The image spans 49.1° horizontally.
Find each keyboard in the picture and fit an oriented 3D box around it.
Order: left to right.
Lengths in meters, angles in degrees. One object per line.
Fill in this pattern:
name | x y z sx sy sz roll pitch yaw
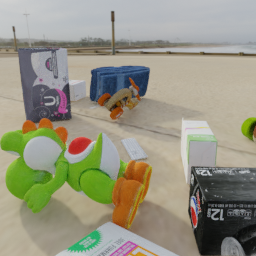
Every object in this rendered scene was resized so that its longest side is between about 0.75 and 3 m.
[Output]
keyboard | 0.139 0.536 7.482 0.403 0.076 1.432 -4 18 -12

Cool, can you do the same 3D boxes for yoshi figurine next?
yoshi figurine | -1.062 0.915 4.983 2.722 1.530 1.524 19 63 12

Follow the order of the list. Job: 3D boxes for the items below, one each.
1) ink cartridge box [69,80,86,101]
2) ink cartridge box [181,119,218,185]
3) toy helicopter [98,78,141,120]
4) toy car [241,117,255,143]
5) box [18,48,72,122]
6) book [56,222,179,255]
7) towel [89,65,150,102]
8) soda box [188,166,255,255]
ink cartridge box | -3.225 -1.895 13.795 1.979 0.834 1.445 4 18 13
ink cartridge box | 1.530 0.433 6.258 0.575 1.000 1.708 1 19 6
toy helicopter | -0.046 -1.092 10.630 0.883 1.480 2.237 48 14 14
toy car | 4.297 -0.602 7.314 1.838 2.330 1.914 -5 18 -15
box | -2.967 -1.592 10.112 1.651 2.499 1.433 -6 19 -18
book | 0.043 1.760 3.293 1.704 0.410 1.139 11 18 37
towel | -0.335 -2.041 12.959 2.940 1.641 0.713 -11 33 -31
soda box | 2.401 1.184 4.072 2.882 0.913 1.020 0 19 2
